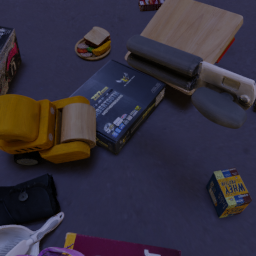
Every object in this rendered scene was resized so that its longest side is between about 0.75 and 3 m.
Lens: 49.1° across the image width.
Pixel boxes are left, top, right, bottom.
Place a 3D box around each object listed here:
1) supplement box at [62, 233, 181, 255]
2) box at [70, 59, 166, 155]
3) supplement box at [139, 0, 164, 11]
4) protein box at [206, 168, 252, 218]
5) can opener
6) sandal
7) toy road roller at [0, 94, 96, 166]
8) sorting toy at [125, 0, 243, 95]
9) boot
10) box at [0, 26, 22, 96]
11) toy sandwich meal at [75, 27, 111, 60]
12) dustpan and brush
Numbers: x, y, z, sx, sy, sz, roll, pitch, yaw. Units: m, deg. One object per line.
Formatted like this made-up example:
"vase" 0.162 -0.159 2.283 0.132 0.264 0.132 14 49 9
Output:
"supplement box" -0.215 3.280 5.768 2.437 1.258 1.595 6 53 5
"box" -0.467 -0.833 9.167 2.304 0.745 2.922 29 58 21
"supplement box" 1.097 -5.832 13.179 1.126 0.343 0.613 -7 53 -4
"protein box" 2.546 1.673 7.192 0.618 0.909 0.915 -10 54 -8
"can opener" 1.098 -1.050 5.554 2.900 0.763 0.964 33 56 26
"sandal" -0.764 1.865 3.913 1.721 0.700 0.423 10 43 -11
"toy road roller" -2.319 -0.061 7.421 2.662 1.943 1.636 -10 65 15
"sorting toy" 1.907 -2.828 9.783 2.920 1.022 2.937 35 89 31
"boot" -2.642 2.199 6.808 1.852 0.842 2.204 -12 48 -3
"box" -5.000 -2.063 9.497 1.835 1.594 2.778 9 55 -3
"toy sandwich meal" -1.372 -3.383 11.205 1.619 0.554 1.619 0 53 0
"dustpan and brush" -2.425 2.704 6.357 0.718 1.751 2.509 -16 12 29
